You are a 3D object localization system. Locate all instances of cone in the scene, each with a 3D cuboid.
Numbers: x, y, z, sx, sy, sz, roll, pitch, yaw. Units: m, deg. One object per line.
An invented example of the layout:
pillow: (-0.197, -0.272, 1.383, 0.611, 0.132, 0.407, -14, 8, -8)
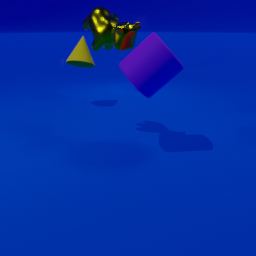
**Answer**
cone: (-1.705, -2.881, 10.360, 1.066, 1.070, 1.066, 5, -1, 0)

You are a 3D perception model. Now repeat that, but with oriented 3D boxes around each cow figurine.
cow figurine: (-0.417, -2.472, 6.901, 0.803, 1.463, 1.440, -20, -8, -39)

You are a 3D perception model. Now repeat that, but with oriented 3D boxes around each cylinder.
cylinder: (0.536, -1.422, 6.437, 1.068, 1.068, 1.068, -40, 15, 15)

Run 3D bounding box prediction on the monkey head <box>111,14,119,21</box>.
monkey head: (-0.852, -4.435, 11.968, 0.963, 0.807, 1.339, 17, -4, 11)
